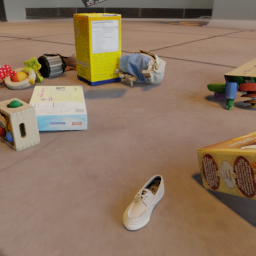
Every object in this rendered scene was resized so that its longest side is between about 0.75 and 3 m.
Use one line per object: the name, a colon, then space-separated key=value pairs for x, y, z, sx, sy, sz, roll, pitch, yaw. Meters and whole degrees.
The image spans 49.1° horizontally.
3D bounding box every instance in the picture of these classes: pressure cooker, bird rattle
pressure cooker: x=-3.342 y=-2.808 z=12.491 sx=1.133 sy=1.012 sz=0.996 roll=-23 pitch=78 yaw=-40
bird rattle: x=-4.370 y=-2.105 z=11.161 sx=1.858 sy=1.047 sz=1.515 roll=-9 pitch=43 yaw=-12

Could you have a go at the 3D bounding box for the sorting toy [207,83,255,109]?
sorting toy: x=3.535 y=-1.040 z=9.216 sx=2.032 sy=0.834 sz=1.221 roll=7 pitch=8 yaw=42

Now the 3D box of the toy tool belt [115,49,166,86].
toy tool belt: x=0.242 y=-2.431 z=11.233 sx=2.298 sy=1.435 sz=1.412 roll=18 pitch=22 yaw=34

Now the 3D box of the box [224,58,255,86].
box: x=5.234 y=-2.113 z=10.211 sx=2.093 sy=0.527 sz=2.900 roll=-28 pitch=17 yaw=-8

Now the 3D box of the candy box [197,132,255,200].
candy box: x=2.731 y=0.560 z=4.330 sx=1.722 sy=0.825 sz=2.984 roll=-12 pitch=4 yaw=-26

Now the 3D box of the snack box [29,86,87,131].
snack box: x=-2.124 y=-0.694 z=8.525 sx=1.578 sy=0.504 sz=2.716 roll=-2 pitch=25 yaw=-12

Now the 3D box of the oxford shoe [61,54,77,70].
oxford shoe: x=-2.468 y=-3.218 z=13.646 sx=1.952 sy=0.712 sz=0.696 roll=2 pitch=26 yaw=4

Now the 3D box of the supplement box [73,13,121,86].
supplement box: x=-1.238 y=-3.249 z=11.468 sx=1.439 sy=2.644 sz=1.448 roll=-15 pitch=29 yaw=-31

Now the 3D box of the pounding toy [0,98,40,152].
pounding toy: x=-2.863 y=-0.211 z=6.741 sx=1.132 sy=1.230 sz=0.874 roll=23 pitch=34 yaw=39

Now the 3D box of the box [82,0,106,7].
box: x=-0.702 y=-4.216 z=8.061 sx=1.582 sy=0.382 sz=1.253 roll=-17 pitch=-9 yaw=4

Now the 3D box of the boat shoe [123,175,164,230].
boat shoe: x=0.302 y=1.203 z=4.730 sx=0.433 sy=0.412 sz=1.202 roll=17 pitch=30 yaw=32
